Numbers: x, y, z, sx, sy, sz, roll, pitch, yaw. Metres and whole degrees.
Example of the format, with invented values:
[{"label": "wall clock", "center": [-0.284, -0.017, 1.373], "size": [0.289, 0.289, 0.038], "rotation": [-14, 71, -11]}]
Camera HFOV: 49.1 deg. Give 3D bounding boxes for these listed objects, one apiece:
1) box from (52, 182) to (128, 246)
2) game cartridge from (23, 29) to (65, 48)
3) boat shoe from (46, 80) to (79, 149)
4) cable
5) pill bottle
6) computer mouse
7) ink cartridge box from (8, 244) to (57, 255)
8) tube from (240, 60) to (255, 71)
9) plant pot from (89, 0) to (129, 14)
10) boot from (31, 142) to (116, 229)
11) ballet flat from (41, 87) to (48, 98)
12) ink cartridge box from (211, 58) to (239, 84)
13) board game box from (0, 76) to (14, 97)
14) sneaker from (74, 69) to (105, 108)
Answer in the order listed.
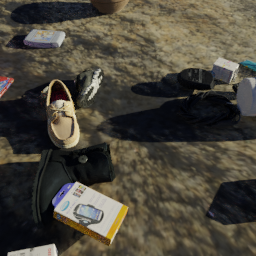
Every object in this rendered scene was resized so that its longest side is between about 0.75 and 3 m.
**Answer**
[{"label": "box", "center": [-0.875, 1.810, 6.152], "size": [1.544, 0.320, 0.919], "rotation": [22, 38, 12]}, {"label": "game cartridge", "center": [-3.501, -3.725, 11.695], "size": [1.526, 0.317, 1.016], "rotation": [6, 43, 5]}, {"label": "boat shoe", "center": [-2.039, -0.498, 8.314], "size": [0.915, 0.859, 2.482], "rotation": [-14, 49, -13]}, {"label": "cable", "center": [2.434, -0.636, 8.707], "size": [1.894, 0.481, 1.545], "rotation": [-5, 47, -3]}, {"label": "pill bottle", "center": [4.768, -0.913, 8.258], "size": [2.722, 1.510, 1.510], "rotation": [0, 47, 0]}, {"label": "computer mouse", "center": [3.062, -1.476, 9.522], "size": [2.830, 0.482, 0.830], "rotation": [12, 51, 7]}, {"label": "ink cartridge box", "center": [-1.899, 2.800, 5.595], "size": [0.937, 0.395, 0.684], "rotation": [-7, 48, -7]}, {"label": "tube", "center": [4.714, -2.267, 10.381], "size": [0.417, 0.271, 1.076], "rotation": [-21, 46, -29]}, {"label": "plant pot", "center": [-0.899, -6.289, 13.484], "size": [2.392, 1.104, 2.392], "rotation": [1, 48, -1]}, {"label": "boot", "center": [-1.221, 1.245, 6.715], "size": [1.832, 0.833, 2.180], "rotation": [-6, 41, 0]}, {"label": "ballet flat", "center": [-2.636, -1.316, 9.472], "size": [0.275, 0.272, 0.809], "rotation": [22, 51, 19]}, {"label": "ink cartridge box", "center": [3.467, -2.021, 9.934], "size": [0.853, 0.548, 0.534], "rotation": [27, 52, 22]}, {"label": "board game box", "center": [-4.534, -1.318, 9.577], "size": [0.663, 0.125, 1.288], "rotation": [9, 48, 10]}, {"label": "sneaker", "center": [-1.449, -1.346, 9.288], "size": [0.876, 0.643, 1.935], "rotation": [8, 44, 11]}]
